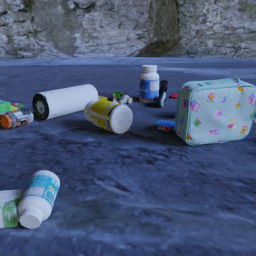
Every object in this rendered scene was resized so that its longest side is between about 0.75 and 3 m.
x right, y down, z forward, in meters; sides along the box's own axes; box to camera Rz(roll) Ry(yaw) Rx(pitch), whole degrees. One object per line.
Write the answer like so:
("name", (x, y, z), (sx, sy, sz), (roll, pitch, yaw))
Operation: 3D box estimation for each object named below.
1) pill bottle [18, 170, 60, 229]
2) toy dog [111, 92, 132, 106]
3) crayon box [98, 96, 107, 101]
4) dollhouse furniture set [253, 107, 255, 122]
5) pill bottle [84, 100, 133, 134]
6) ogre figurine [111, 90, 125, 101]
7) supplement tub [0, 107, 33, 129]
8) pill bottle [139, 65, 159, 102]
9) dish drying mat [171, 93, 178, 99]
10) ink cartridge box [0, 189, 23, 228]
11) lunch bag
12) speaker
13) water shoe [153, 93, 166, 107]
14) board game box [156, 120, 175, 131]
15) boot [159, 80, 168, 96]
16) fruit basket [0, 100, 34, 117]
("pill bottle", (-1.775, 1.414, 5.571), (0.618, 0.618, 1.116), (0, 33, 1))
("toy dog", (-0.326, -1.565, 14.800), (0.866, 0.633, 1.314), (7, 20, 21))
("crayon box", (-1.660, -1.499, 15.142), (1.198, 0.304, 0.760), (-15, 24, -40))
("dollhouse furniture set", (5.315, -0.794, 11.870), (0.854, 1.001, 0.489), (-6, 19, -16))
("pill bottle", (-0.815, -0.506, 10.852), (1.081, 1.081, 1.891), (-16, 24, -39))
("ogre figurine", (-0.503, -1.768, 15.713), (1.068, 0.524, 0.641), (-27, 47, -27))
("supplement tub", (-4.411, -0.386, 11.127), (0.691, 0.691, 1.128), (11, 22, 31))
("pill bottle", (1.160, -2.456, 15.432), (1.083, 1.929, 1.083), (-1, 17, 0))
("dish drying mat", (2.861, -1.916, 16.739), (0.452, 0.107, 1.178), (6, 18, 15))
("ink cartridge box", (-2.651, 1.594, 5.493), (1.014, 0.426, 0.734), (-3, 18, -9))
("lunch bag", (2.966, -0.617, 9.455), (2.686, 2.154, 1.035), (-7, 20, -16))
("speaker", (-2.781, -1.260, 12.946), (1.216, 1.216, 2.994), (14, 23, 36))
("water shoe", (1.664, -1.513, 14.737), (0.646, 0.585, 1.637), (1, 17, 10))
("board game box", (1.640, -0.027, 10.810), (1.185, 0.231, 0.936), (14, 17, 21))
("boot", (2.037, -2.295, 16.338), (0.534, 1.061, 1.419), (0, 18, -1))
("fruit basket", (-5.202, -0.848, 12.180), (1.859, 0.941, 2.007), (11, 18, 31))
